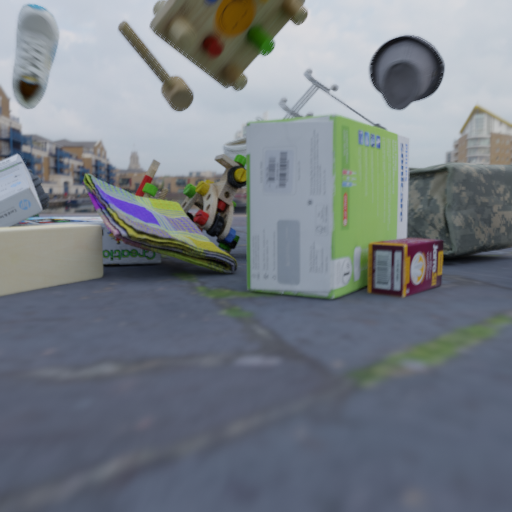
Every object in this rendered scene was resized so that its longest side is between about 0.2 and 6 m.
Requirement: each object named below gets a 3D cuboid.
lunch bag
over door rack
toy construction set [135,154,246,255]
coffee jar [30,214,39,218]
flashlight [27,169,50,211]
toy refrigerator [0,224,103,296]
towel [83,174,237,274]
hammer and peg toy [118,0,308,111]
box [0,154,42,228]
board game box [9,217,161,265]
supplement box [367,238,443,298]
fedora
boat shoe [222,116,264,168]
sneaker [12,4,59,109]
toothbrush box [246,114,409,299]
[{"bbox_3d":[3.118,-0.845,10.759,2.476,1.775,3.019,-6,2,-38],"label":"lunch bag"},{"bbox_3d":[1.638,-3.106,13.868,2.733,2.019,0.910,30,34,-23],"label":"over door rack"},{"bbox_3d":[-1.011,-1.234,10.340,2.115,1.625,1.764,25,-7,-5],"label":"toy construction set"},{"bbox_3d":[-6.916,-0.901,15.270,1.088,0.890,2.087,-9,4,11],"label":"coffee jar"},{"bbox_3d":[-4.875,-0.690,9.816,0.815,0.812,2.398,38,54,26],"label":"flashlight"},{"bbox_3d":[-2.827,0.011,6.965,0.689,0.747,1.969,3,7,26],"label":"toy refrigerator"},{"bbox_3d":[-1.518,-0.534,8.546,1.910,0.303,2.660,17,15,-34],"label":"towel"},{"bbox_3d":[-0.591,-3.016,7.560,1.780,2.421,0.854,22,29,-56],"label":"hammer and peg toy"},{"bbox_3d":[-4.353,-0.824,8.767,1.739,0.459,2.230,-29,31,-14],"label":"box"},{"bbox_3d":[-3.331,-0.354,10.753,2.605,0.714,4.127,-1,6,-15],"label":"board game box"},{"bbox_3d":[1.785,0.114,6.640,0.463,0.597,1.082,5,8,40],"label":"supplement box"},{"bbox_3d":[3.276,-3.918,12.478,1.650,0.842,1.865,18,-32,8],"label":"fedora"},{"bbox_3d":[0.226,-2.771,12.900,2.155,0.919,0.796,-17,29,11],"label":"boat shoe"},{"bbox_3d":[-4.259,-3.787,10.774,0.777,2.031,0.820,7,47,-20],"label":"sneaker"},{"bbox_3d":[1.039,-0.634,7.224,1.166,1.973,2.710,3,7,32],"label":"toothbrush box"}]
